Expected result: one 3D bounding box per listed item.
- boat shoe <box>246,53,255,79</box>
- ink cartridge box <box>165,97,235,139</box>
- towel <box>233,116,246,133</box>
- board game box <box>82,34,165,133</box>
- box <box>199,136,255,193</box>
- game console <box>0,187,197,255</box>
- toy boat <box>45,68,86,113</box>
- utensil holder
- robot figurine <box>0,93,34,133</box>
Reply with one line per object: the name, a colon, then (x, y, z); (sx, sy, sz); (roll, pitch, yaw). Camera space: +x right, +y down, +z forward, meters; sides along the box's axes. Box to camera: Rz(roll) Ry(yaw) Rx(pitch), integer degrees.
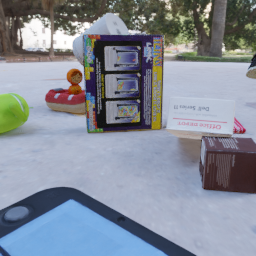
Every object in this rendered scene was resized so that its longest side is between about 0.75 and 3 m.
boat shoe: (4.276, -2.146, 8.584); (0.869, 0.771, 2.326); (10, -7, 11)
ink cartridge box: (1.728, -0.183, 6.601); (1.418, 0.815, 2.421); (5, -4, 17)
towel: (2.454, -0.203, 9.081); (2.270, 0.255, 1.641); (3, 17, 8)
board game box: (-0.144, -1.342, 8.408); (2.322, 2.809, 0.796); (-2, 15, -11)
box: (1.853, 0.645, 5.193); (0.962, 0.790, 0.798); (3, 17, 10)
game console: (-0.873, 1.558, 2.709); (2.909, 0.451, 2.572); (14, 21, 41)
toy boat: (-2.078, -1.540, 11.150); (2.506, 1.638, 1.635); (8, 18, 26)
utensil holder: (-1.026, -3.385, 11.163); (1.869, 1.588, 1.588); (-24, 1, 34)
robot figurine: (-3.785, -0.431, 8.322); (1.680, 1.107, 1.914); (8, 19, 28)
